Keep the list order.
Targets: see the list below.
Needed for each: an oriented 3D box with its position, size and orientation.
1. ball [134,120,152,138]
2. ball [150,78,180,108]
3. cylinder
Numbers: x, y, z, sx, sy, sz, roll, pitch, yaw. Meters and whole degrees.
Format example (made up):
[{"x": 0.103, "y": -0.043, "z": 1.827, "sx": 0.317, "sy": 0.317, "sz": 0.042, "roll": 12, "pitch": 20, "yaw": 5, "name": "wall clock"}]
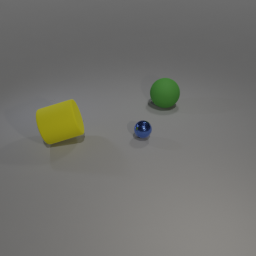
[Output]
[{"x": 0.584, "y": 0.050, "z": 10.950, "sx": 0.700, "sy": 0.700, "sz": 0.700, "roll": 0, "pitch": 32, "yaw": 0, "name": "ball"}, {"x": 1.734, "y": -1.648, "z": 13.165, "sx": 1.400, "sy": 1.400, "sz": 1.400, "roll": 0, "pitch": 32, "yaw": 0, "name": "ball"}, {"x": -2.542, "y": -0.233, "z": 10.623, "sx": 1.400, "sy": 1.400, "sz": 1.400, "roll": -17, "pitch": 32, "yaw": 1, "name": "cylinder"}]
